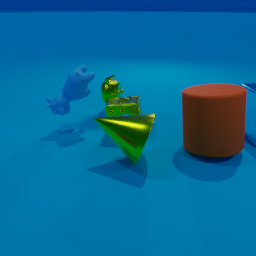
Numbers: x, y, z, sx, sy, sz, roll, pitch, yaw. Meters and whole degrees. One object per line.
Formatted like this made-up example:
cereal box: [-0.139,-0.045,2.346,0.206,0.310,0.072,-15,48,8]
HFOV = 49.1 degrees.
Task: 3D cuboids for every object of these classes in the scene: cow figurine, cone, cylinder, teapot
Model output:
cow figurine: [-1.500,-0.929,7.196,0.684,1.246,1.227,42,49,11]
cone: [-0.183,0.017,5.900,1.180,1.175,1.175,22,26,0]
cylinder: [1.930,-0.208,6.359,1.365,1.365,1.365,-5,19,2]
teapot: [-0.469,-1.163,8.753,0.659,1.347,0.837,-1,45,14]

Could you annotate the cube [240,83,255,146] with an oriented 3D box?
cube: [3.607,-0.364,7.015,1.265,1.265,1.265,-3,25,-7]

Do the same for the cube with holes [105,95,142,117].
cube with holes: [-0.068,-0.321,7.243,0.819,0.819,0.819,-6,18,7]
